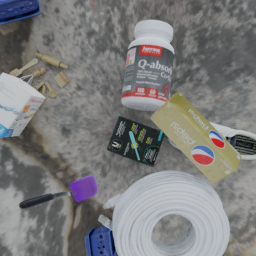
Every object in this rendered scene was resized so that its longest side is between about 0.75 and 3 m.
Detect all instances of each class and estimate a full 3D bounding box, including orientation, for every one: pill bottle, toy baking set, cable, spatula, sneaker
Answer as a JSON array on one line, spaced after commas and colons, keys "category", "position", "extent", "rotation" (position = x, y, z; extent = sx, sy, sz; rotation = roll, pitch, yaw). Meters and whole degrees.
[{"category": "pill bottle", "position": [0.598, -1.719, 7.976], "extent": [1.346, 1.346, 2.323], "rotation": [7, 85, 1]}, {"category": "toy baking set", "position": [-2.685, -1.619, 8.537], "extent": [1.756, 0.204, 1.347], "rotation": [28, 86, 2]}, {"category": "cable", "position": [0.838, 1.974, 5.594], "extent": [2.299, 0.796, 2.298], "rotation": [-39, 100, 6]}, {"category": "spatula", "position": [-1.764, 1.709, 7.067], "extent": [2.048, 0.210, 0.579], "rotation": [-16, 103, 3]}, {"category": "sneaker", "position": [2.584, 0.300, 7.987], "extent": [2.832, 1.003, 1.034], "rotation": [6, 86, 0]}]

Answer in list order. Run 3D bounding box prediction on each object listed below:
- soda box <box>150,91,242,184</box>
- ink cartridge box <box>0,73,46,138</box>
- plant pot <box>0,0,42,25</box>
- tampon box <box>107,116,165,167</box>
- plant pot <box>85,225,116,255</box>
[{"category": "soda box", "position": [1.276, 0.166, 5.272], "extent": [1.733, 0.555, 0.587], "rotation": [46, 131, 2]}, {"category": "ink cartridge box", "position": [-3.310, -0.623, 7.946], "extent": [1.050, 1.069, 1.452], "rotation": [37, 94, 3]}, {"category": "plant pot", "position": [-3.476, -4.007, 8.080], "extent": [1.652, 1.485, 1.652], "rotation": [-16, 86, -2]}, {"category": "tampon box", "position": [0.216, 0.389, 8.045], "extent": [1.384, 0.874, 1.037], "rotation": [21, 86, 2]}, {"category": "plant pot", "position": [-0.767, 3.219, 7.879], "extent": [0.742, 0.826, 0.825], "rotation": [-8, 87, 5]}]
